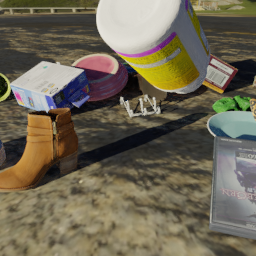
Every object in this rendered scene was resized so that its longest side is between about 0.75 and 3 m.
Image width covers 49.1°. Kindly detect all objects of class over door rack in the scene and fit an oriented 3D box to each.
[{"bbox_3d":[0.406,-0.923,10.316,1.121,0.505,1.518,-7,28,-14],"label":"over door rack"}]

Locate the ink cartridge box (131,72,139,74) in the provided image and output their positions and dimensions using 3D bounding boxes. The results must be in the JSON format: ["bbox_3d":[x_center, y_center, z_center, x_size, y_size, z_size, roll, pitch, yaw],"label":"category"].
[{"bbox_3d":[0.727,-2.600,13.776,1.106,0.278,1.275,18,29,1],"label":"ink cartridge box"}]

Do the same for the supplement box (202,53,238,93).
[{"bbox_3d":[3.439,-2.813,12.599,1.531,1.189,2.776,23,22,-19],"label":"supplement box"}]

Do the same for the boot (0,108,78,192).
[{"bbox_3d":[-2.126,0.469,6.400,2.112,1.640,0.810,-14,31,-25],"label":"boot"}]

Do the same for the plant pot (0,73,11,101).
[{"bbox_3d":[-5.335,-1.723,11.345,1.181,1.181,1.086,-8,17,-16],"label":"plant pot"}]

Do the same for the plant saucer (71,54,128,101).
[{"bbox_3d":[-1.371,-2.264,11.740,2.715,0.688,2.715,-4,47,4],"label":"plant saucer"}]

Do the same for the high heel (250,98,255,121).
[{"bbox_3d":[2.523,-0.235,4.622,0.394,0.787,1.104,-26,66,-16],"label":"high heel"}]

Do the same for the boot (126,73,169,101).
[{"bbox_3d":[1.770,-2.043,12.115,2.973,0.955,2.771,-13,30,-31],"label":"boot"}]

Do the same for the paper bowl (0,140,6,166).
[{"bbox_3d":[-3.933,0.603,7.152,1.400,0.728,1.400,0,29,0],"label":"paper bowl"}]

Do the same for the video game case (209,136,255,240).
[{"bbox_3d":[2.928,1.204,6.162,2.080,0.276,2.912,8,34,14],"label":"video game case"}]

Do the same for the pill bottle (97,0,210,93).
[{"bbox_3d":[0.643,-1.423,4.823,1.316,1.316,2.524,17,-4,30],"label":"pill bottle"}]

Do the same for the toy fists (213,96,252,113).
[{"bbox_3d":[3.826,-0.800,10.033,1.602,0.551,0.817,-10,28,-15],"label":"toy fists"}]

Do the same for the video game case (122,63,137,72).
[{"bbox_3d":[0.100,-2.896,13.360,2.416,0.215,1.729,-7,22,-13],"label":"video game case"}]

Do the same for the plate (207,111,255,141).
[{"bbox_3d":[3.713,0.144,8.458,2.598,0.332,2.598,-1,28,0],"label":"plate"}]

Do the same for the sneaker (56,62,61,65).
[{"bbox_3d":[-3.703,-2.480,12.901,1.170,0.834,2.359,0,31,-11],"label":"sneaker"}]

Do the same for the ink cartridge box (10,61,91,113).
[{"bbox_3d":[-2.682,-1.432,10.294,2.671,1.020,1.822,16,48,31],"label":"ink cartridge box"}]

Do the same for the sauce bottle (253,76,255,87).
[{"bbox_3d":[6.401,-1.926,12.199,1.711,0.554,0.554,11,30,19],"label":"sauce bottle"}]
